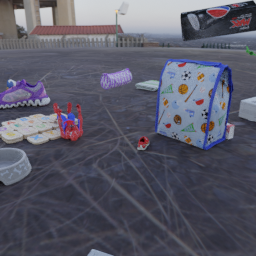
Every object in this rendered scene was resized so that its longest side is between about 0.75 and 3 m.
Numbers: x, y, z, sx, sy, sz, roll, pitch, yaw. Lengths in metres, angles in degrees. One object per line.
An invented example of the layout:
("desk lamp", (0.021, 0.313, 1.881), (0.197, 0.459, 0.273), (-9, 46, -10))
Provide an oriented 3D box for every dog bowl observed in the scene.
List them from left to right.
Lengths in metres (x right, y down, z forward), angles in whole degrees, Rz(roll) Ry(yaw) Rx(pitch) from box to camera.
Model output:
("dog bowl", (-3.535, 1.036, 7.758), (1.588, 0.466, 1.588), (0, 22, 0))

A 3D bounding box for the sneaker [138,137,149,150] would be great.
("sneaker", (0.536, 0.444, 9.448), (0.336, 0.370, 0.871), (4, 21, 10))

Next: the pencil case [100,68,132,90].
("pencil case", (-0.492, -2.218, 12.597), (0.711, 0.724, 1.694), (24, 32, 28))

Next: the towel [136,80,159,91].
("towel", (1.668, -2.741, 18.148), (1.571, 0.323, 2.106), (17, 24, 33))

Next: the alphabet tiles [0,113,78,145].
("alphabet tiles", (-3.548, -0.070, 11.040), (2.977, 0.217, 2.912), (-19, 28, -41))

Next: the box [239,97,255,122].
("box", (5.699, -0.790, 12.154), (1.192, 0.779, 1.186), (-14, 25, -33))

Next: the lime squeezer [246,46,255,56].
("lime squeezer", (3.988, -2.445, 9.070), (0.266, 0.142, 0.754), (6, 38, -32))

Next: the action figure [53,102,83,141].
("action figure", (-2.278, -0.565, 10.549), (0.918, 1.393, 2.814), (-7, 32, -20))

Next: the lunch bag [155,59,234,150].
("lunch bag", (2.306, -0.978, 9.850), (2.333, 2.744, 1.699), (18, 27, 41))

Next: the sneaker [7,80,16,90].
("sneaker", (-5.880, -2.148, 15.213), (0.970, 0.828, 2.201), (4, 5, -6))

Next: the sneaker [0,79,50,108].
("sneaker", (-5.484, -1.754, 13.983), (2.971, 1.313, 1.195), (-7, 23, -14))

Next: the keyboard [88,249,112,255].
("keyboard", (-0.752, 2.526, 4.368), (0.458, 0.087, 1.629), (13, 24, 19))

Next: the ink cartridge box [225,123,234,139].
("ink cartridge box", (3.455, 0.041, 10.338), (0.291, 0.501, 0.861), (-14, 25, -33))

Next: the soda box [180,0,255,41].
("soda box", (3.383, -4.041, 10.601), (2.709, 0.959, 0.858), (-5, 36, 14))
